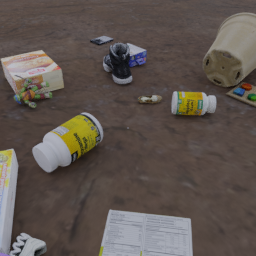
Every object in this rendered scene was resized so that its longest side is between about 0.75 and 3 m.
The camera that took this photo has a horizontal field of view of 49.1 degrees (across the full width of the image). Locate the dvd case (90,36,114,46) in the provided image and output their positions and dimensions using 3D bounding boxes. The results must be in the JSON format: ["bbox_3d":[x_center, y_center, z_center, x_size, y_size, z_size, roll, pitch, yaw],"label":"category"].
[{"bbox_3d":[-1.491,-5.002,15.994,0.816,0.134,1.086,30,45,35],"label":"dvd case"}]

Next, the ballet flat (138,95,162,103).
[{"bbox_3d":[0.821,-1.076,10.485,0.910,0.321,0.297,-6,-4,2],"label":"ballet flat"}]

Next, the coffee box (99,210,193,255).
[{"bbox_3d":[0.285,2.454,4.736,1.454,1.452,1.438,4,37,6],"label":"coffee box"}]

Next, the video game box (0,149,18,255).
[{"bbox_3d":[-4.001,1.815,6.260,2.718,0.698,2.983,-10,38,-9],"label":"video game box"}]

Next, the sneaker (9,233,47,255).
[{"bbox_3d":[-2.030,2.716,5.194,0.630,0.584,1.555,12,38,2],"label":"sneaker"}]

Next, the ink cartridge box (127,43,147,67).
[{"bbox_3d":[0.145,-3.501,13.540,1.100,0.616,1.612,-28,43,-33],"label":"ink cartridge box"}]

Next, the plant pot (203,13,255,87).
[{"bbox_3d":[4.393,-3.040,11.629,2.588,2.588,2.369,25,54,30],"label":"plant pot"}]

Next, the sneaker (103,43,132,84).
[{"bbox_3d":[-0.467,-3.070,12.223,0.981,1.480,2.601,-11,38,-15],"label":"sneaker"}]

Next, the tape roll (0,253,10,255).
[{"bbox_3d":[-2.394,2.827,4.490,1.552,0.509,1.552,1,65,-3],"label":"tape roll"}]

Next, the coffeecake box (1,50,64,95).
[{"bbox_3d":[-4.011,-2.294,11.678,1.848,0.880,2.408,-20,41,-25],"label":"coffeecake box"}]

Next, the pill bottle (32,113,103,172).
[{"bbox_3d":[-1.669,0.406,7.879,1.043,1.043,1.855,26,45,31],"label":"pill bottle"}]

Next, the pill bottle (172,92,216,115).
[{"bbox_3d":[2.283,-0.851,9.790,1.428,0.805,0.805,3,36,2],"label":"pill bottle"}]

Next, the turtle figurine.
[{"bbox_3d":[-3.423,-1.289,10.252,1.304,1.344,0.967,-23,72,-36],"label":"turtle figurine"}]

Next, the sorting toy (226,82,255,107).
[{"bbox_3d":[4.975,-1.246,10.780,1.428,0.257,1.917,-29,45,-33],"label":"sorting toy"}]
